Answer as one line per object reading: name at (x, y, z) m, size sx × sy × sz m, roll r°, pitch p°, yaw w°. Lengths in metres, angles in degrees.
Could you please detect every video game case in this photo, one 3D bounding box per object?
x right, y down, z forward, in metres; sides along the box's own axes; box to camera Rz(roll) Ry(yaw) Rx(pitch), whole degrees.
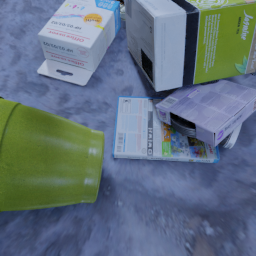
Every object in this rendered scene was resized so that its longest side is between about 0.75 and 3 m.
video game case at (0.939, -0.017, 7.145) m, size 2.535 × 0.226 × 1.814 m, roll 3°, pitch 56°, yaw 2°

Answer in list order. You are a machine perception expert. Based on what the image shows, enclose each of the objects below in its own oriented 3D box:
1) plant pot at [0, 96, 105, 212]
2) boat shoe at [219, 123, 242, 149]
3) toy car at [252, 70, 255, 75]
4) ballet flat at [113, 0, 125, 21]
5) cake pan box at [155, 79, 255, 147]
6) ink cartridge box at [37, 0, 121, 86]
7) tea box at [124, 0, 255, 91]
plant pot at (-1.654, 0.669, 5.698) m, size 2.223 × 2.309 × 2.309 m, roll 9°, pitch 57°, yaw -8°
boat shoe at (2.504, -0.245, 6.990) m, size 0.579 × 0.611 × 1.748 m, roll 26°, pitch 57°, yaw 8°
toy car at (3.543, -2.246, 8.366) m, size 1.108 × 1.064 × 1.349 m, roll 5°, pitch 86°, yaw 7°
ballet flat at (-0.148, -4.043, 9.426) m, size 0.786 × 0.764 × 2.210 m, roll -35°, pitch 59°, yaw -29°
cake pan box at (1.887, -0.524, 6.723) m, size 1.918 × 0.502 × 1.766 m, roll -36°, pitch 41°, yaw -25°
ink cartridge box at (-1.486, -2.783, 8.487) m, size 1.668 × 0.983 × 2.897 m, roll 16°, pitch 58°, yaw 10°
tea box at (1.574, -2.635, 7.449) m, size 2.754 × 1.871 × 2.800 m, roll -12°, pitch 39°, yaw -9°
